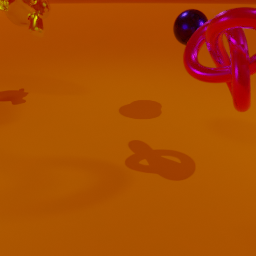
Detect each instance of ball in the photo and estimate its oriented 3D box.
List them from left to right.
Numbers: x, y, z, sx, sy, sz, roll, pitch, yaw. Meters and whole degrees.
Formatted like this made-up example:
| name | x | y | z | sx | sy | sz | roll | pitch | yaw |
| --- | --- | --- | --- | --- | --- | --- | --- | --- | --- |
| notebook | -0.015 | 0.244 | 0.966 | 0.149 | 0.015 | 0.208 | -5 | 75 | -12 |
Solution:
| name | x | y | z | sx | sy | sz | roll | pitch | yaw |
| --- | --- | --- | --- | --- | --- | --- | --- | --- | --- |
| ball | 1.677 | -2.672 | 7.476 | 0.935 | 0.935 | 0.935 | 0 | 26 | 0 |

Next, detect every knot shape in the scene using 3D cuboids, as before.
| name | x | y | z | sx | sy | sz | roll | pitch | yaw |
| --- | --- | --- | --- | --- | --- | --- | --- | --- | --- |
| knot shape | 1.727 | -1.057 | 4.668 | 0.813 | 1.647 | 1.760 | -25 | 13 | -20 |

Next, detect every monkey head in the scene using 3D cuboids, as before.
| name | x | y | z | sx | sy | sz | roll | pitch | yaw |
| --- | --- | --- | --- | --- | --- | --- | --- | --- | --- |
| monkey head | -2.920 | -3.208 | 7.985 | 1.183 | 1.412 | 1.962 | -7 | -5 | 26 |
